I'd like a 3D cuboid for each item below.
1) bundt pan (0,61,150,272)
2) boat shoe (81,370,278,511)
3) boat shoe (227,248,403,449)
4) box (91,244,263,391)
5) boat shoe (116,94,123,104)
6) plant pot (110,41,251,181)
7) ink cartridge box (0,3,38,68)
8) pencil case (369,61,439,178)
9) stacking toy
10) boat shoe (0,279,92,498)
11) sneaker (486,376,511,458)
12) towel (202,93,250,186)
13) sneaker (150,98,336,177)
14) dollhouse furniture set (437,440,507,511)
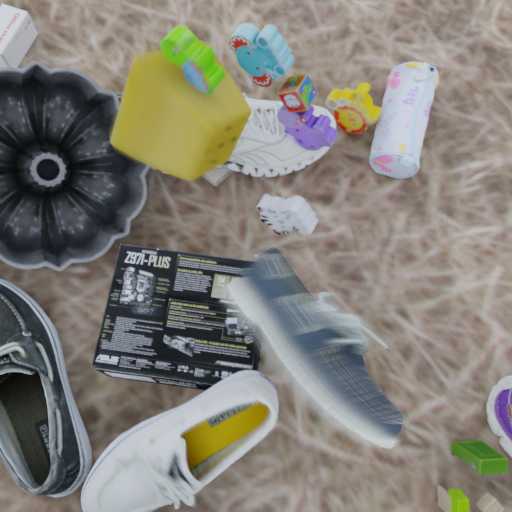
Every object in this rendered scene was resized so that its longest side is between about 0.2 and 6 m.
[{"bbox_3d":[-3.133,-1.277,8.287,2.916,1.095,2.916,-5,101,-26],"label":"bundt pan"},{"bbox_3d":[-0.926,2.497,6.726,2.852,1.216,1.054,-30,96,-1],"label":"boat shoe"},{"bbox_3d":[0.697,0.879,6.191,0.856,1.037,2.769,-48,43,4],"label":"boat shoe"},{"bbox_3d":[-0.996,0.945,8.106,2.230,0.960,1.826,7,71,2],"label":"box"},{"bbox_3d":[-2.782,-2.348,9.302,2.380,0.844,0.858,-10,71,-3],"label":"boat shoe"},{"bbox_3d":[-0.878,-1.783,7.287,1.180,1.338,1.338,41,43,10],"label":"plant pot"},{"bbox_3d":[-4.799,-3.988,10.009,1.379,0.572,1.012,20,72,7],"label":"ink cartridge box"},{"bbox_3d":[2.466,-2.248,9.260,0.802,0.875,1.930,29,70,-33],"label":"pencil case"},{"bbox_3d":[0.372,-2.356,7.921,0.842,3.583,2.701,6,55,43],"label":"stacking toy"},{"bbox_3d":[-3.259,1.654,7.736,1.221,1.202,3.389,-31,74,-10],"label":"boat shoe"},{"bbox_3d":[4.467,2.919,7.217,1.335,1.381,3.312,-43,77,-13],"label":"sneaker"},{"bbox_3d":[-0.487,-2.012,9.488,1.070,0.278,1.615,43,76,13],"label":"towel"},{"bbox_3d":[-0.275,-1.944,8.701,3.154,1.278,1.185,-5,74,-4],"label":"sneaker"},{"bbox_3d":[2.981,3.546,7.585,0.930,0.719,1.861,-1,90,-8],"label":"dollhouse furniture set"}]
